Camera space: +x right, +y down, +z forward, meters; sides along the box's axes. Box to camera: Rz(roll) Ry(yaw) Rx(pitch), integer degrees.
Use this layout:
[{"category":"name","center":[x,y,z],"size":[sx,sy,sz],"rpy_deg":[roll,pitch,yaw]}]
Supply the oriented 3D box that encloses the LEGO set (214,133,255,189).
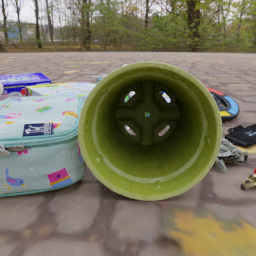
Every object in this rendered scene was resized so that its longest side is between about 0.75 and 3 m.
[{"category":"LEGO set","center":[1.945,0.506,5.253],"size":[1.138,0.497,1.753],"rpy_deg":[-11,21,-32]}]

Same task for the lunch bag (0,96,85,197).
[{"category":"lunch bag","center":[-1.964,0.151,5.335],"size":[2.331,1.121,2.907],"rpy_deg":[-2,18,-6]}]

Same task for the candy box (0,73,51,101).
[{"category":"candy box","center":[-4.066,-1.473,10.587],"size":[2.066,0.941,2.443],"rpy_deg":[-9,21,-22]}]

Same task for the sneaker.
[{"category":"sneaker","center":[0.499,-1.314,8.464],"size":[1.142,0.746,2.041],"rpy_deg":[-10,43,-3]}]

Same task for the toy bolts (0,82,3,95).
[{"category":"toy bolts","center":[-3.233,-0.259,6.366],"size":[1.096,1.509,1.580],"rpy_deg":[-10,-23,-6]}]

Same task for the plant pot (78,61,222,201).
[{"category":"plant pot","center":[0.354,-0.107,4.896],"size":[2.056,2.056,1.890],"rpy_deg":[1,13,3]}]

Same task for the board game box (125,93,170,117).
[{"category":"board game box","center":[0.954,-0.853,9.474],"size":[2.417,0.442,1.828],"rpy_deg":[-8,20,-27]}]

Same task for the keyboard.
[{"category":"keyboard","center":[2.920,0.161,6.851],"size":[1.437,0.184,0.863],"rpy_deg":[-13,29,-37]}]

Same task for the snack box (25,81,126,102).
[{"category":"snack box","center":[-1.693,-0.836,8.704],"size":[2.254,0.905,2.673],"rpy_deg":[-12,22,-33]}]

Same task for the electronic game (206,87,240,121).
[{"category":"electronic game","center":[2.482,-0.829,8.690],"size":[1.963,0.408,1.963],"rpy_deg":[8,34,-6]}]

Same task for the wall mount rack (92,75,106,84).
[{"category":"wall mount rack","center":[-0.727,-2.183,13.352],"size":[1.796,0.670,1.561],"rpy_deg":[-10,17,-28]}]

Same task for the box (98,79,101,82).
[{"category":"box","center":[0.135,-1.866,12.194],"size":[2.749,0.676,1.131],"rpy_deg":[-14,23,-36]}]
